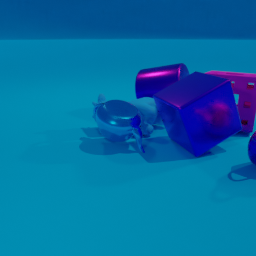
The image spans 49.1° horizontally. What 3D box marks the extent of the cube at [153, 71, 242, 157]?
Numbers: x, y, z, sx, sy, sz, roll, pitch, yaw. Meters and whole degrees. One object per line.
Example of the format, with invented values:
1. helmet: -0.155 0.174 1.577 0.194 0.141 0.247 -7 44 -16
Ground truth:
1. cube: 1.386 -0.328 5.680 1.137 1.137 1.137 -30 26 -9

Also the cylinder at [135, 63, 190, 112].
1. cylinder: 1.027 -1.115 7.954 1.267 1.267 1.267 -3 16 28

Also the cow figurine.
1. cow figurine: 0.022 -0.377 6.827 1.592 0.888 1.618 17 26 33

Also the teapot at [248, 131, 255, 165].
1. teapot: 2.550 0.367 4.778 1.373 0.854 0.672 21 13 -33

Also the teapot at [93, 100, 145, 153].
1. teapot: -0.177 -0.075 5.809 1.553 0.760 0.965 35 39 28

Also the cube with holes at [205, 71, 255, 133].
1. cube with holes: 2.564 -0.726 7.016 1.249 1.249 1.249 10 17 23
